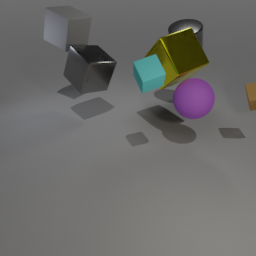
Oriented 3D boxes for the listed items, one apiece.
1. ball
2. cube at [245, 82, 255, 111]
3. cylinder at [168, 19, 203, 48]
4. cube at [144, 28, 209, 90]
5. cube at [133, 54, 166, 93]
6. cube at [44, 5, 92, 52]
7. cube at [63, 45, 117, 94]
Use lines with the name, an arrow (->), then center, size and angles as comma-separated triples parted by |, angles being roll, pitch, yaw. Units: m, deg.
ball -> 2.252, -1.004, 9.620 | 1.400, 1.400, 1.400 | 0, 30, 0
cube -> 4.434, -1.098, 9.504 | 0.700, 0.700, 0.700 | -11, 60, 22
cylinder -> 2.437, -3.617, 11.801 | 1.400, 1.400, 1.400 | -7, 46, 7
cube -> 1.669, -2.398, 9.827 | 1.400, 1.400, 1.400 | -24, -3, -22
cube -> 0.597, -1.544, 8.030 | 0.700, 0.700, 0.700 | -21, 71, -6
cube -> -2.610, -4.314, 12.094 | 1.400, 1.400, 1.400 | 32, 38, 20
cube -> -1.566, -2.408, 11.394 | 1.400, 1.400, 1.400 | -15, 51, -42
